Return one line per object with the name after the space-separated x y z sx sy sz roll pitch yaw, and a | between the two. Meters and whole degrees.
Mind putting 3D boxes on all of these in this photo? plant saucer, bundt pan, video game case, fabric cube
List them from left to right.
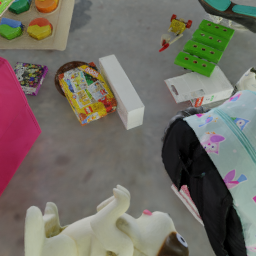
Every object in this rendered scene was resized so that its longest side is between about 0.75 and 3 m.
-4.039 0.086 5.947 2.777 2.830 2.821 19 59 10 | fabric cube
-3.094 -1.514 8.536 1.004 0.198 1.107 9 58 6 | video game case
-1.501 -1.369 8.297 1.320 0.227 1.320 3 69 -7 | plant saucer
1.821 0.202 7.021 1.929 0.724 1.929 -1 53 1 | bundt pan

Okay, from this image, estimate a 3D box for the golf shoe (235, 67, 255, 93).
4.254 -1.220 7.816 2.292 1.115 0.898 -1 55 -3 | golf shoe

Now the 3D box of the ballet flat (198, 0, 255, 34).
3.453 -3.940 9.681 2.592 0.886 0.881 32 62 19 | ballet flat

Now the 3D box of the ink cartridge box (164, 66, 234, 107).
2.024 -1.152 8.165 1.759 0.443 0.959 -16 58 -9 | ink cartridge box

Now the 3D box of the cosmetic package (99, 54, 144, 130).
-0.204 -1.041 7.843 0.523 0.852 2.064 -20 60 -12 | cosmetic package

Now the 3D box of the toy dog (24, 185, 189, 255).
-0.260 2.349 5.096 2.751 1.920 2.668 -5 70 -4 | toy dog

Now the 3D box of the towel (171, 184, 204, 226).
2.000 1.377 6.648 1.648 0.246 1.206 -32 62 -19 | towel

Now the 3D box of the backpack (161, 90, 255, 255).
1.629 0.704 3.960 1.755 2.773 2.314 -29 49 -2 | backpack

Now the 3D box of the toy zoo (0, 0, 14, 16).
-3.709 -2.529 6.612 1.419 0.221 2.162 -7 35 48 | toy zoo

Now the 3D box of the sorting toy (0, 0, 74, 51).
-3.360 -3.796 9.609 2.716 0.495 2.514 4 67 1 | sorting toy

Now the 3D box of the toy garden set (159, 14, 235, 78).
2.001 -2.676 9.000 2.126 0.509 2.550 26 55 14 | toy garden set

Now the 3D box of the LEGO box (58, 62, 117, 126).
-1.116 -0.955 7.777 1.086 0.563 1.459 -26 74 -16 | LEGO box
